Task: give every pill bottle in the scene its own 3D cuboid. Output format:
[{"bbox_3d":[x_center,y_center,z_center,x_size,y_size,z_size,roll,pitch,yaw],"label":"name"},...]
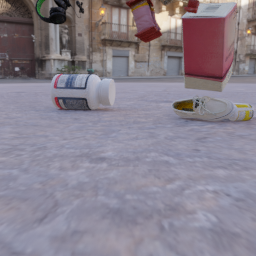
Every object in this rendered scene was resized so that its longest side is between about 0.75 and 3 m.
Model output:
[{"bbox_3d":[3.844,-0.542,9.824,1.010,0.566,0.566,-2,11,-14],"label":"pill bottle"},{"bbox_3d":[-1.998,-1.644,12.815,2.664,1.593,1.593,3,12,11],"label":"pill bottle"}]

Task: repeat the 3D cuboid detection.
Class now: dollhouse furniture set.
[{"bbox_3d":[0.973,-3.081,7.181,1.838,0.989,0.747,-20,-8,24],"label":"dollhouse furniture set"}]

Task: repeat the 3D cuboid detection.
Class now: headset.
[{"bbox_3d":[-1.960,-3.463,7.975,1.487,0.918,0.699,13,-10,9],"label":"headset"}]

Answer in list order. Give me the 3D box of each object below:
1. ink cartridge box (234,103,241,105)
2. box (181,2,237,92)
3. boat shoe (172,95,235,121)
[{"bbox_3d":[3.319,-0.802,11.012,2.440,0.512,1.456,5,7,5],"label":"ink cartridge box"},{"bbox_3d":[2.640,-2.615,9.086,1.317,2.418,1.546,11,41,28],"label":"box"},{"bbox_3d":[2.493,-0.778,9.688,2.178,0.805,0.928,6,-13,37],"label":"boat shoe"}]
